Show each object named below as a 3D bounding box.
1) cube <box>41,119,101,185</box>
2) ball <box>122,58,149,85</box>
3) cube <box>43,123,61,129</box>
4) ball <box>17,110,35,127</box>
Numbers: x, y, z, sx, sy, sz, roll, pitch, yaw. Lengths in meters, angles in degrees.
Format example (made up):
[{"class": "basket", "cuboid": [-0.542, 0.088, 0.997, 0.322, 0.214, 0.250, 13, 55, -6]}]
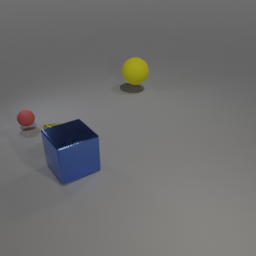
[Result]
[{"class": "cube", "cuboid": [-1.860, 0.739, 9.210, 1.400, 1.400, 1.400, -19, 35, -30]}, {"class": "ball", "cuboid": [0.382, -2.976, 14.689, 1.400, 1.400, 1.400, 0, 30, 0]}, {"class": "cube", "cuboid": [-2.703, 0.230, 10.555, 0.700, 0.700, 0.700, 12, 15, 31]}, {"class": "ball", "cuboid": [-4.195, -0.407, 11.514, 0.700, 0.700, 0.700, 0, 30, 0]}]
